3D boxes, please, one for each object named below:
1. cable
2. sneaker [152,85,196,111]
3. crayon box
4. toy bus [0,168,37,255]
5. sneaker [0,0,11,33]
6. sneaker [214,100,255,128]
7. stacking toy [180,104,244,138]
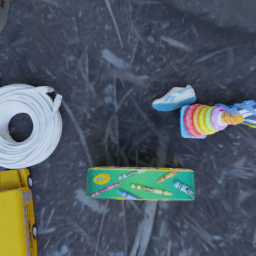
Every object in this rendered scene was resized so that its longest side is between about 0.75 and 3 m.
[{"bbox_3d":[-3.128,-0.067,8.046,2.410,0.834,2.409,8,85,2],"label":"cable"},{"bbox_3d":[1.336,-0.877,8.306,1.275,0.488,0.515,-14,63,10],"label":"sneaker"},{"bbox_3d":[0.309,1.442,7.500,2.612,1.551,0.761,1,83,1],"label":"crayon box"},{"bbox_3d":[-3.106,2.450,7.641,0.852,1.024,2.617,-8,83,-1],"label":"toy bus"},{"bbox_3d":[-4.404,-3.774,8.553,1.218,0.858,2.293,10,76,7],"label":"sneaker"},{"bbox_3d":[3.308,-0.499,8.205,1.709,0.632,0.703,14,88,-7],"label":"sneaker"},{"bbox_3d":[2.306,-0.228,7.531,1.030,1.775,0.974,3,86,-30],"label":"stacking toy"}]
